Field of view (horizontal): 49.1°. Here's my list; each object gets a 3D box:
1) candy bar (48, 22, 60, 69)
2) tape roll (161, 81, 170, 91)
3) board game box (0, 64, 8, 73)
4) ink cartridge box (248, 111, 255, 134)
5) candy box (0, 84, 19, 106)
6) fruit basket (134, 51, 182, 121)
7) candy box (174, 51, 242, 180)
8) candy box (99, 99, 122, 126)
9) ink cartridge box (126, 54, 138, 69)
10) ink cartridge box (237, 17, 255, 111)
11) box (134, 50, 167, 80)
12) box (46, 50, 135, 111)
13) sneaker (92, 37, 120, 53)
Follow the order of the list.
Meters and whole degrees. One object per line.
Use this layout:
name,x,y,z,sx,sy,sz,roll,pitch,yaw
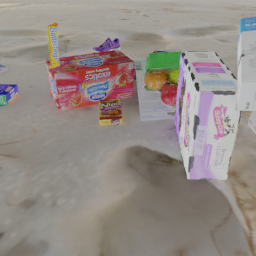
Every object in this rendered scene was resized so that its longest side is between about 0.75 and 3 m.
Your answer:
candy bar,-1.981,-2.186,7.466,0.327,1.310,0.145,-30,57,-34
tape roll,1.597,-1.575,10.481,1.708,0.726,1.708,-1,31,0
board game box,-6.211,-2.691,12.810,0.955,0.196,0.952,21,37,30
ink cartridge box,4.485,-0.131,8.216,1.443,0.598,1.059,-3,32,-6
candy box,-4.741,-1.227,10.161,1.187,0.457,1.004,2,30,5
fruit basket,1.340,-1.366,9.342,2.093,2.260,1.059,-5,-10,-3
candy box,1.876,-0.440,7.090,0.980,2.299,2.740,1,31,2
candy box,-0.581,-0.541,9.146,0.728,0.352,1.248,-4,30,-4
ink cartridge box,-0.306,-2.657,12.240,1.684,0.737,1.223,-15,35,-20
ink cartridge box,2.187,-0.941,4.796,0.563,0.963,1.661,1,65,19
box,1.150,-2.451,10.995,2.195,1.330,0.356,-16,72,-56
box,-1.311,-1.766,10.057,2.874,1.433,1.372,-14,38,-23
sneaker,-1.207,-4.472,15.177,0.754,0.780,1.870,25,40,35
